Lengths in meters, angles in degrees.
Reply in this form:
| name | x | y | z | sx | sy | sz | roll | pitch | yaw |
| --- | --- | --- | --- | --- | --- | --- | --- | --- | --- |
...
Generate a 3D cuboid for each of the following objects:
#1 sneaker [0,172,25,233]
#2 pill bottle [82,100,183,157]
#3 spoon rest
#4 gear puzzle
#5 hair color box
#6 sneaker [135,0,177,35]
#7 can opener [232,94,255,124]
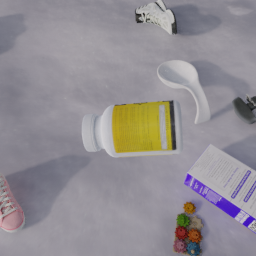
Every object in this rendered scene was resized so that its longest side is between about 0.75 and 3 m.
| name | x | y | z | sx | sy | sz | roll | pitch | yaw |
| --- | --- | --- | --- | --- | --- | --- | --- | --- | --- |
| sneaker | -3.232 | 1.764 | 7.041 | 0.660 | 0.916 | 1.753 | -28 | 59 | -22 |
| pill bottle | 0.091 | 0.032 | 4.681 | 1.596 | 0.894 | 0.894 | -4 | 52 | 9 |
| spoon rest | 1.979 | -1.458 | 9.547 | 1.390 | 0.848 | 2.797 | -16 | 55 | -12 |
| gear puzzle | 1.533 | 2.454 | 6.962 | 0.701 | 0.177 | 1.354 | 10 | 53 | 8 |
| hair color box | 2.758 | 1.548 | 7.322 | 2.254 | 0.731 | 1.232 | 33 | 59 | 25 |
| sneaker | 1.117 | -4.584 | 12.034 | 1.455 | 0.954 | 2.529 | -17 | 46 | -2 |
| can opener | 4.333 | 0.006 | 8.633 | 0.918 | 0.727 | 2.762 | -39 | 53 | 14 |
